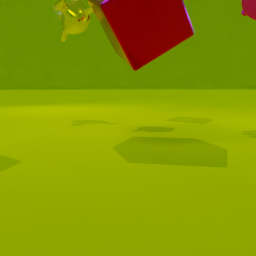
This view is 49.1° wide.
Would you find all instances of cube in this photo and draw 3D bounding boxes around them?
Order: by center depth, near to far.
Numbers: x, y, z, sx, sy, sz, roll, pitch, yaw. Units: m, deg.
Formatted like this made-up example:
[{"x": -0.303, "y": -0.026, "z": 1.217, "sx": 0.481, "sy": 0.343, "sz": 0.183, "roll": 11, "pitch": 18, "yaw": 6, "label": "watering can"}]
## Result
[{"x": 0.213, "y": -2.190, "z": 5.450, "sx": 1.357, "sy": 1.357, "sz": 1.357, "roll": -32, "pitch": 34, "yaw": 0, "label": "cube"}]

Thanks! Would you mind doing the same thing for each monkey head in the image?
[{"x": -1.790, "y": -3.595, "z": 9.032, "sx": 1.651, "sy": 0.995, "sz": 1.188, "roll": -35, "pitch": -4, "yaw": 19, "label": "monkey head"}]

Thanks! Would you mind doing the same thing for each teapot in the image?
[{"x": 3.808, "y": -3.592, "z": 7.633, "sx": 1.161, "sy": 0.914, "sz": 1.866, "roll": 36, "pitch": -20, "yaw": -14, "label": "teapot"}]
